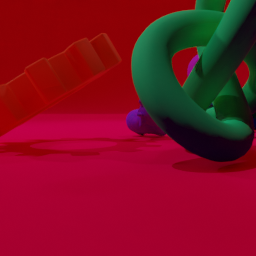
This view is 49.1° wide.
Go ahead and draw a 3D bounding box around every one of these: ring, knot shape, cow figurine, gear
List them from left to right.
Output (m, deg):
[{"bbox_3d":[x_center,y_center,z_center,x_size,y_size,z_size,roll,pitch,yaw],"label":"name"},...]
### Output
[{"bbox_3d":[-1.040,-0.478,3.563,2.023,0.374,2.023,-30,10,6],"label":"gear"},{"bbox_3d":[0.279,-0.171,4.688,1.007,0.553,0.991,-3,-17,42],"label":"cow figurine"},{"bbox_3d":[0.769,-0.507,2.524,0.914,1.979,1.852,13,40,32],"label":"knot shape"},{"bbox_3d":[2.251,-0.190,5.411,1.976,0.395,1.976,8,4,-1],"label":"ring"}]

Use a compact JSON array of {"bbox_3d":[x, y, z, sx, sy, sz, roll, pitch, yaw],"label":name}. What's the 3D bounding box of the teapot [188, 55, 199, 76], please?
[{"bbox_3d":[1.619,-1.191,5.728,0.767,1.234,0.604,-4,4,21],"label":"teapot"}]
